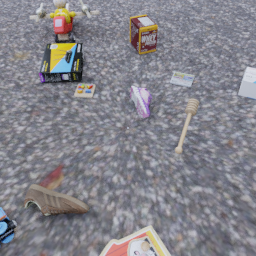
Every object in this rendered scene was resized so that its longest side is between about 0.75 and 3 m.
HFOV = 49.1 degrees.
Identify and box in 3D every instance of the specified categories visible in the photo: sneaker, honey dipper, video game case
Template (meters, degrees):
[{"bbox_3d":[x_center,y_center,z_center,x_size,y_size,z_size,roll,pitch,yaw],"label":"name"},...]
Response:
[{"bbox_3d":[-1.928,2.097,7.518,1.824,0.642,0.689,14,66,18],"label":"sneaker"},{"bbox_3d":[0.606,-1.020,10.464,0.712,0.648,1.611,-5,44,-15],"label":"sneaker"},{"bbox_3d":[1.859,-0.061,9.022,0.388,0.388,2.041,16,61,15],"label":"honey dipper"},{"bbox_3d":[2.290,-2.048,11.795,0.876,0.097,0.797,14,48,15],"label":"video game case"}]

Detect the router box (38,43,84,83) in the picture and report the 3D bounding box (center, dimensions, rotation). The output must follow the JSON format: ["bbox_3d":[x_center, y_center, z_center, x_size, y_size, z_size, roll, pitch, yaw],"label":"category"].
[{"bbox_3d":[-2.838,-2.888,12.273,1.714,0.587,2.298,-3,46,-3],"label":"router box"}]

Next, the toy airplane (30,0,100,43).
[{"bbox_3d":[-3.198,-5.759,14.135,2.737,1.931,2.725,-37,52,-27],"label":"toy airplane"}]

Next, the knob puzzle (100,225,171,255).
[{"bbox_3d":[0.098,3.442,6.266,2.426,0.336,2.426,0,46,0],"label":"knob puzzle"}]

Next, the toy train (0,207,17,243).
[{"bbox_3d":[-3.482,2.667,6.873,1.424,0.617,0.814,-34,46,-26],"label":"toy train"}]

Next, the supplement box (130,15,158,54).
[{"bbox_3d":[0.719,-4.446,13.310,0.866,1.287,1.305,-16,48,-15],"label":"supplement box"}]

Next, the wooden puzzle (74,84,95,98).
[{"bbox_3d":[-1.729,-1.543,11.248,0.736,0.184,0.795,3,46,2],"label":"wooden puzzle"}]

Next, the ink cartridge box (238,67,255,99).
[{"bbox_3d":[4.914,-1.782,11.086,0.748,0.744,1.019,18,48,17],"label":"ink cartridge box"}]
